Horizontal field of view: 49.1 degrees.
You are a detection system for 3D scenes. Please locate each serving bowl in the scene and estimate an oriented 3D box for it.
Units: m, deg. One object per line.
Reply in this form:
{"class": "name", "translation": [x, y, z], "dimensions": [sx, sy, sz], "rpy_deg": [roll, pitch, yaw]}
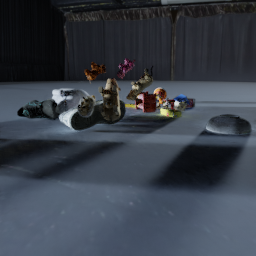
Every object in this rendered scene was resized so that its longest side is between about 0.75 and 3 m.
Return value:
{"class": "serving bowl", "translation": [3.908, -0.205, 10.843], "dimensions": [1.682, 0.553, 1.682], "rpy_deg": [-1, 13, 0]}

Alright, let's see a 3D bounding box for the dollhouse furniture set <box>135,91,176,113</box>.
{"class": "dollhouse furniture set", "translation": [1.761, -1.523, 15.727], "dimensions": [2.533, 1.030, 1.363], "rpy_deg": [-4, 13, -19]}

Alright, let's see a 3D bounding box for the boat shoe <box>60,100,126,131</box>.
{"class": "boat shoe", "translation": [-1.326, -0.619, 11.567], "dimensions": [0.964, 1.108, 3.007], "rpy_deg": [18, 28, 42]}

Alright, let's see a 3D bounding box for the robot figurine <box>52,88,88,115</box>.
{"class": "robot figurine", "translation": [-2.693, -1.198, 13.404], "dimensions": [2.425, 1.370, 2.057], "rpy_deg": [12, -17, 43]}

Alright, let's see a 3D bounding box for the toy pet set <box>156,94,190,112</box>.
{"class": "toy pet set", "translation": [2.638, -1.552, 15.538], "dimensions": [1.588, 0.843, 1.483], "rpy_deg": [11, 15, -22]}

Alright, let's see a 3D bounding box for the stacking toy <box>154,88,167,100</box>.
{"class": "stacking toy", "translation": [2.121, -2.156, 19.527], "dimensions": [0.978, 0.978, 1.338], "rpy_deg": [5, 30, 21]}

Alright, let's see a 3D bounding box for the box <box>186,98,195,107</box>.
{"class": "box", "translation": [3.650, -1.547, 17.063], "dimensions": [0.805, 0.515, 0.439], "rpy_deg": [-1, 12, -6]}

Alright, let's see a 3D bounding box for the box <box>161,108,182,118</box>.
{"class": "box", "translation": [2.136, -0.766, 13.966], "dimensions": [0.471, 0.313, 1.251], "rpy_deg": [-6, 14, -24]}

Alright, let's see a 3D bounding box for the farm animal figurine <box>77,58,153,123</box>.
{"class": "farm animal figurine", "translation": [-0.373, -1.145, 8.988], "dimensions": [2.123, 2.099, 1.107], "rpy_deg": [14, -8, 10]}

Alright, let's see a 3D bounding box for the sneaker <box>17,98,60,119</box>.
{"class": "sneaker", "translation": [-4.114, -0.745, 12.899], "dimensions": [2.638, 0.995, 1.046], "rpy_deg": [1, 22, 43]}

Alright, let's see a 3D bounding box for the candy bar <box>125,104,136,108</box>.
{"class": "candy bar", "translation": [0.253, -1.315, 16.733], "dimensions": [1.817, 0.201, 0.453], "rpy_deg": [6, 18, 23]}
